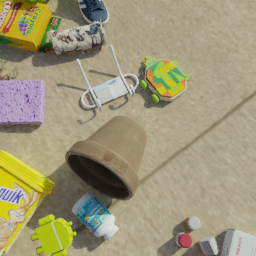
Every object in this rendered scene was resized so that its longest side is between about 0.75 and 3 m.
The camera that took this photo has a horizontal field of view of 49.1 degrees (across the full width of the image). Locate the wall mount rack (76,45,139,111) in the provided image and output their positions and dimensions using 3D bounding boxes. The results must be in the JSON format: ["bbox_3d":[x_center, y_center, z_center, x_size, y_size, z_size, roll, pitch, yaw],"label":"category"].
[{"bbox_3d":[-0.837,-1.863,10.684,2.401,0.895,2.086,-25,74,-8],"label":"wall mount rack"}]

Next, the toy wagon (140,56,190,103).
[{"bbox_3d":[1.298,-2.043,10.983,1.665,0.424,2.145,-35,76,-10],"label":"toy wagon"}]

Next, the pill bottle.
[{"bbox_3d":[-1.032,2.942,9.215,1.556,0.862,0.862,42,77,11],"label":"pill bottle"}]

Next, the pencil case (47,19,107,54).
[{"bbox_3d":[-2.028,-3.620,11.207,2.261,0.880,1.011,-12,97,-3],"label":"pencil case"}]

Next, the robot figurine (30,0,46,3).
[{"bbox_3d":[-3.592,-6.030,11.618,1.188,1.802,2.054,46,39,-27],"label":"robot figurine"}]

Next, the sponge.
[{"bbox_3d":[-4.652,-0.963,10.543,2.960,0.441,1.651,-1,79,1],"label":"sponge"}]

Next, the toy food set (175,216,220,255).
[{"bbox_3d":[2.363,4.119,8.677,1.264,1.191,2.647,-20,74,-6],"label":"toy food set"}]

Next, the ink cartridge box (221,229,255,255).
[{"bbox_3d":[4.029,4.226,8.829,2.012,0.833,1.466,19,74,6],"label":"ink cartridge box"}]

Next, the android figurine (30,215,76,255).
[{"bbox_3d":[-1.983,2.904,7.501,1.250,0.257,1.137,-28,82,11],"label":"android figurine"}]

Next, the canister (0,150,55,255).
[{"bbox_3d":[-4.131,2.523,9.156,2.179,1.270,2.933,30,77,9],"label":"canister"}]

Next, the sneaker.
[{"bbox_3d":[-1.692,-5.581,11.678,1.052,1.186,2.807,-28,75,-8],"label":"sneaker"}]

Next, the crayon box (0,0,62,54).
[{"bbox_3d":[-4.422,-4.296,11.515,2.943,0.748,1.868,13,73,3],"label":"crayon box"}]

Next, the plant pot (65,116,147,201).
[{"bbox_3d":[-0.450,0.786,9.224,2.499,2.499,2.179,29,60,8],"label":"plant pot"}]

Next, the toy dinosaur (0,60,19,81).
[{"bbox_3d":[-4.762,-1.958,10.998,1.001,0.576,1.979,-36,88,8],"label":"toy dinosaur"}]

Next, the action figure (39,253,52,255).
[{"bbox_3d":[-2.403,4.736,8.175,2.722,2.027,1.823,16,79,-10],"label":"action figure"}]
